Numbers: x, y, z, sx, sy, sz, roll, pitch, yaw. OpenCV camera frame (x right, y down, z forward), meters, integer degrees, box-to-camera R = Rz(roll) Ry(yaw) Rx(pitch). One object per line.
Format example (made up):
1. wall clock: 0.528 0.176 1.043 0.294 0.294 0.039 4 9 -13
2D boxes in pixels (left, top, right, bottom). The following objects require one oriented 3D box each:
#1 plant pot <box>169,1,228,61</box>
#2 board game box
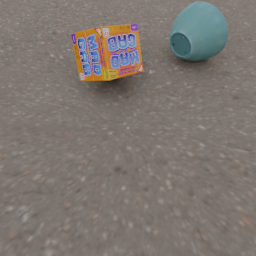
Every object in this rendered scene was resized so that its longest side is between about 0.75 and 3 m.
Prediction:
1. plant pot: 2.413 -3.406 10.557 2.159 2.159 1.454 35 58 28
2. board game box: -0.680 -2.545 9.513 1.610 1.611 1.610 8 23 44
